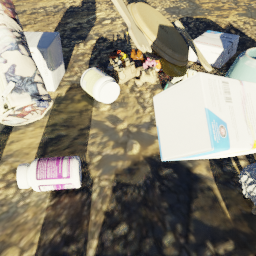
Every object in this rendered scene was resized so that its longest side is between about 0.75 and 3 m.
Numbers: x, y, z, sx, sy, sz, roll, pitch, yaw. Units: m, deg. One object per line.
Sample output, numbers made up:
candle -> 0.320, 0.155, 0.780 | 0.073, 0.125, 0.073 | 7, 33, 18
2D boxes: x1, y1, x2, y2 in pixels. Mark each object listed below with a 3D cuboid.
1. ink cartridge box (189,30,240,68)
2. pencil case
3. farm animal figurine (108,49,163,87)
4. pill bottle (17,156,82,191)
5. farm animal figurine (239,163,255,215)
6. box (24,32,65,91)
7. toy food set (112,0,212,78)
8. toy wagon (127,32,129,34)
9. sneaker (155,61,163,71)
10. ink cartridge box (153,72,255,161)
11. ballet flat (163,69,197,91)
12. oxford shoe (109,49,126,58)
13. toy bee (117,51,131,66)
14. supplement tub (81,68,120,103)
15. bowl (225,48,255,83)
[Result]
ink cartridge box -> 3.569, -3.321, 11.635 | 1.421, 0.820, 1.946 | 23, 42, 28
pencil case -> -2.457, -1.443, 5.592 | 1.064, 2.734, 1.223 | -23, -4, 1
farm animal figurine -> 0.219, -1.964, 9.900 | 1.624, 0.856, 1.642 | -18, 46, -4
pill bottle -> -1.647, 0.976, 5.955 | 1.257, 0.706, 0.706 | -3, 37, -5
farm animal figurine -> 3.521, 1.611, 4.385 | 2.971, 1.549, 2.938 | 5, 37, 6
box -> -3.069, -2.297, 9.628 | 1.362, 1.582, 1.590 | 1, 37, 2
toy food set -> 0.658, -2.030, 6.473 | 2.932, 0.589, 2.024 | 0, 57, -48
toy wagon -> 0.487, -4.917, 14.301 | 1.078, 0.213, 0.836 | 2, 36, 2
sneaker -> 1.262, -2.944, 11.232 | 0.690, 0.729, 1.891 | -6, 35, -6
ink cartridge box -> 1.112, -0.080, 3.641 | 1.218, 0.889, 0.893 | 2, 75, -33
ballet flat -> 1.994, -1.597, 9.467 | 1.924, 0.703, 0.703 | -23, 42, -28
oxford shoe -> -0.424, -3.199, 11.922 | 0.803, 0.291, 0.286 | -25, 43, -29
toy bee -> -0.269, -2.742, 11.091 | 0.672, 0.558, 1.027 | -40, 19, 22
supplement tub -> -0.892, -1.358, 8.971 | 0.852, 0.852, 1.175 | -23, 43, -28
bowl -> 4.446, -1.850, 9.321 | 2.381, 1.246, 2.381 | -1, 37, 1
